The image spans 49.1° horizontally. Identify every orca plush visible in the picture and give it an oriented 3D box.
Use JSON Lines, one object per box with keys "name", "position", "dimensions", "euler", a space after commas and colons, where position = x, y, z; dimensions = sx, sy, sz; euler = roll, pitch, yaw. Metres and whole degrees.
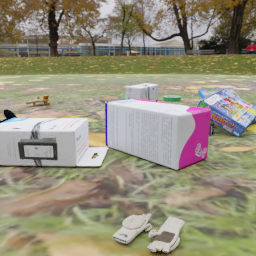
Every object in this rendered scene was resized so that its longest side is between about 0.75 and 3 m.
{"name": "orca plush", "position": [-3.691, -0.191, 8.537], "dimensions": [2.338, 0.831, 1.230], "euler": [1, 14, 6]}

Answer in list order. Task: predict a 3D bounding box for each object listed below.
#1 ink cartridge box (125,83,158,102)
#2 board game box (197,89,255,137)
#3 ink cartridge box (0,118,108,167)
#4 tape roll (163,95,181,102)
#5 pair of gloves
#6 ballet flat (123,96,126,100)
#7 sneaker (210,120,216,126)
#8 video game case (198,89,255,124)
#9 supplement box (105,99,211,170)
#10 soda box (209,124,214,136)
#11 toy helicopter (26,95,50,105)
{"name": "ink cartridge box", "position": [0.606, -1.200, 11.869], "dimensions": [0.698, 1.215, 1.673], "euler": [11, 18, 29]}
{"name": "board game box", "position": [3.413, -0.600, 9.359], "dimensions": [1.580, 0.402, 2.335], "euler": [37, 34, 22]}
{"name": "ink cartridge box", "position": [-1.770, 0.283, 6.564], "dimensions": [2.469, 0.837, 1.432], "euler": [1, 14, 3]}
{"name": "tape roll", "position": [2.528, -1.702, 16.117], "dimensions": [1.020, 0.245, 1.020], "euler": [-1, 14, 0]}
{"name": "pair of gloves", "position": [0.289, 1.350, 3.630], "dimensions": [0.798, 0.140, 0.679], "euler": [4, 17, 24]}
{"name": "ballet flat", "position": [0.615, -1.310, 13.623], "dimensions": [1.696, 0.597, 0.571], "euler": [-5, 41, 1]}
{"name": "sneaker", "position": [2.761, -0.296, 9.905], "dimensions": [0.379, 0.402, 0.982], "euler": [-3, 14, -14]}
{"name": "video game case", "position": [3.802, -0.862, 10.754], "dimensions": [1.537, 0.191, 2.148], "euler": [-4, 41, -13]}
{"name": "supplement box", "position": [0.634, 0.019, 6.828], "dimensions": [1.211, 1.237, 2.393], "euler": [-11, 16, -41]}
{"name": "soda box", "position": [2.222, -0.002, 8.834], "dimensions": [0.923, 0.327, 0.292], "euler": [8, 18, 33]}
{"name": "toy helicopter", "position": [-4.677, -1.384, 14.352], "dimensions": [0.821, 0.490, 1.242], "euler": [11, 21, 42]}
